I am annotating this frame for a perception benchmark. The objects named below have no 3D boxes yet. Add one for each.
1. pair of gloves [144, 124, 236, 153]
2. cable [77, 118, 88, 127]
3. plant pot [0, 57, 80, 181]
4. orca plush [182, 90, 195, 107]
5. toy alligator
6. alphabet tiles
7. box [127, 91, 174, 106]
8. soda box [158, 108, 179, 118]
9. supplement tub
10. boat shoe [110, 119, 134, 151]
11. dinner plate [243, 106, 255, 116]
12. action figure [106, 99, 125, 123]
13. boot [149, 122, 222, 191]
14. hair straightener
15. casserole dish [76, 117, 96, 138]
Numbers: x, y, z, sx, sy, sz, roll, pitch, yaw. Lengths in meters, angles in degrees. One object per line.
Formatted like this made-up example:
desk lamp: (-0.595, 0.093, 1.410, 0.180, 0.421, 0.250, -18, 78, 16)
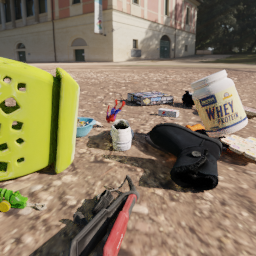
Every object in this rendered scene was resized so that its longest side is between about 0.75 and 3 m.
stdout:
pair of gloves: (1.974, 0.433, 8.819, 2.658, 0.329, 2.368, -6, 21, -23)
cable: (-2.142, -0.081, 10.078, 0.747, 0.387, 1.538, -12, 0, -43)
plant pot: (-2.747, -0.360, 7.413, 2.607, 2.858, 2.872, 2, 15, -18)
orca plush: (3.418, -1.304, 14.665, 1.137, 0.768, 2.161, 44, -10, -38)
toy alligator: (-2.303, 1.382, 5.509, 1.413, 0.383, 0.419, 1, 16, 4)
alphabet tiles: (3.647, 0.570, 8.121, 1.676, 0.125, 1.714, 26, 25, 37)
box: (1.235, -1.699, 15.858, 2.011, 0.500, 1.996, -7, 18, -22)
soda box: (1.843, -0.692, 12.773, 0.914, 0.291, 0.311, 10, 19, 30)
supplement tub: (2.754, -0.742, 8.600, 1.292, 1.782, 1.292, -23, 5, 2)
boat shoe: (-0.170, 0.053, 9.408, 0.817, 0.741, 2.220, -2, 16, -6)
dinner plate: (5.065, -0.894, 12.924, 2.225, 0.270, 2.225, 13, 12, -3)
action figure: (-0.526, -0.711, 10.611, 0.443, 1.358, 0.672, 13, 52, -18)
boot: (1.254, 0.635, 6.748, 1.971, 0.753, 1.656, 17, 30, 16)
hair straightener: (-0.452, 1.449, 4.974, 1.039, 0.553, 2.701, 4, 17, 12)
casserole dish: (-2.361, -0.039, 10.236, 2.426, 0.471, 1.469, 1, 17, 6)
